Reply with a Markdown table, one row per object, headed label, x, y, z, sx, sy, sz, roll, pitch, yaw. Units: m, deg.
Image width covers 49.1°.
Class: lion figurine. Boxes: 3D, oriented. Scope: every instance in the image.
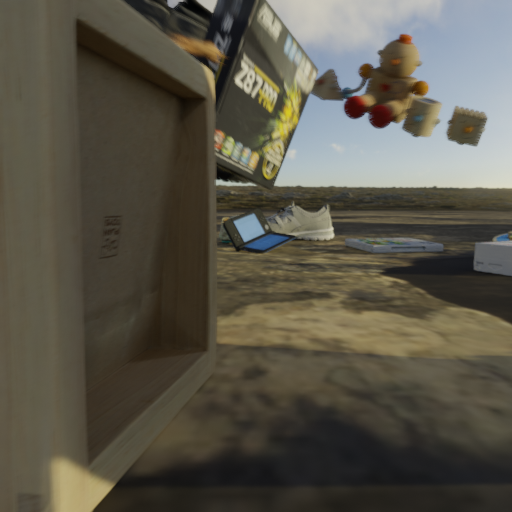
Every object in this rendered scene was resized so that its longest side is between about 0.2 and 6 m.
| label | x | y | z | sx | sy | sz | roll | pitch | yaw |
| --- | --- | --- | --- | --- | --- | --- | --- | --- | --- |
| lion figurine | -0.682 | -2.372 | 6.445 | 0.739 | 0.268 | 0.452 | -6 | 10 | -15 |

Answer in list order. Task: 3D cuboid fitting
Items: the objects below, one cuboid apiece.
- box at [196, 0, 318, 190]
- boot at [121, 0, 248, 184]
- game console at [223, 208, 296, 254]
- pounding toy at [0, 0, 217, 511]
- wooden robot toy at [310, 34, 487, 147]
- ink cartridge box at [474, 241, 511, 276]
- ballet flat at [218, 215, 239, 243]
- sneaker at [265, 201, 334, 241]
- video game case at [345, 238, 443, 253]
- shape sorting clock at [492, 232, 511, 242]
| label | x | y | z | sx | sy | sz | roll | pitch | yaw |
| --- | --- | --- | --- | --- | --- | --- | --- | --- | --- |
| box | -0.073 | -2.199 | 8.029 | 0.641 | 2.103 | 2.609 | 21 | 4 | 22 |
| boot | -0.939 | -2.714 | 9.059 | 3.381 | 2.226 | 1.180 | 24 | 30 | -19 |
| game console | 0.070 | -0.517 | 11.265 | 1.128 | 0.963 | 0.668 | -26 | -4 | -44 |
| pounding toy | -1.174 | -0.369 | 2.770 | 1.641 | 2.308 | 2.125 | 1 | 6 | 11 |
| wooden robot toy | 2.455 | -3.001 | 9.639 | 3.215 | 1.459 | 1.416 | 25 | 32 | 20 |
| ink cartridge box | 3.783 | 0.019 | 8.121 | 1.026 | 0.432 | 0.742 | -4 | 7 | -33 |
| ballet flat | -0.294 | -0.573 | 12.617 | 0.734 | 0.678 | 2.176 | -4 | 7 | -30 |
| sneaker | 0.752 | -0.886 | 14.113 | 2.390 | 0.980 | 0.893 | -1 | 6 | -8 |
| video game case | 2.825 | -0.223 | 11.699 | 1.490 | 0.180 | 1.635 | -1 | 7 | -10 |
| shape sorting clock | 5.916 | -0.254 | 9.531 | 3.489 | 0.684 | 3.489 | 0 | 6 | 0 |
